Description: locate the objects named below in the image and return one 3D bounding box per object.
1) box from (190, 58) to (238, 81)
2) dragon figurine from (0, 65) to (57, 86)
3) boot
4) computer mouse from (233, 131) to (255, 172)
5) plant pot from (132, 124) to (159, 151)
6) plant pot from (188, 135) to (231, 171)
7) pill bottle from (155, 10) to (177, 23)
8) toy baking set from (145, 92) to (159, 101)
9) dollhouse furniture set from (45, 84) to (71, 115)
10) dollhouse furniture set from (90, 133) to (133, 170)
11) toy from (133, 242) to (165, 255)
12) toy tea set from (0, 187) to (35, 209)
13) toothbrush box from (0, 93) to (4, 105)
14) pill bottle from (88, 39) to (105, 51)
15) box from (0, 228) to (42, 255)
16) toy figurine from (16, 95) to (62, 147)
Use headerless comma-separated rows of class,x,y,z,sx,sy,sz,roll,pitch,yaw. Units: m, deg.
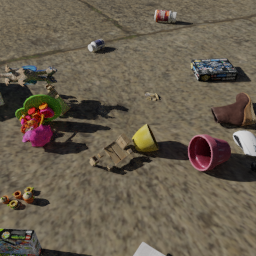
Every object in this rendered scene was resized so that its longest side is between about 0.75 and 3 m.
box,4.450,-3.052,14.596,2.038,0.469,1.620,-3,40,-4
dragon figurine,-4.357,-2.222,11.827,2.869,0.844,1.427,6,13,24
boot,4.339,-0.876,11.791,1.643,0.715,1.975,2,43,0
computer mouse,4.495,0.684,10.133,1.120,0.448,2.043,-9,41,-9
plant pot,0.582,0.455,10.133,0.718,1.011,1.011,-25,40,10
plant pot,2.840,0.810,9.532,1.076,1.202,1.202,-2,37,-27
pill bottle,2.738,-8.131,20.422,1.520,0.833,0.833,7,40,9
toy baking set,1.105,-1.492,13.025,0.597,0.090,0.778,-3,40,-4
dollhouse furniture set,-3.315,-1.195,12.328,0.908,0.776,1.752,-43,39,-1
dollhouse furniture set,-0.553,0.957,9.808,1.482,0.656,0.768,-36,82,-24
toy,0.937,3.777,6.359,2.285,0.540,1.316,23,48,28
toy tea set,-3.348,2.086,8.500,1.030,0.381,0.613,-18,43,-21
toothbrush box,-6.926,-1.766,12.597,1.828,1.065,2.496,-22,46,-24
pill bottle,-1.898,-4.952,16.821,0.550,0.550,0.991,31,48,32
box,-3.140,2.907,7.078,1.720,0.947,0.299,1,40,2
toy figurine,-3.518,-0.064,10.604,1.934,1.452,1.780,-18,48,13
